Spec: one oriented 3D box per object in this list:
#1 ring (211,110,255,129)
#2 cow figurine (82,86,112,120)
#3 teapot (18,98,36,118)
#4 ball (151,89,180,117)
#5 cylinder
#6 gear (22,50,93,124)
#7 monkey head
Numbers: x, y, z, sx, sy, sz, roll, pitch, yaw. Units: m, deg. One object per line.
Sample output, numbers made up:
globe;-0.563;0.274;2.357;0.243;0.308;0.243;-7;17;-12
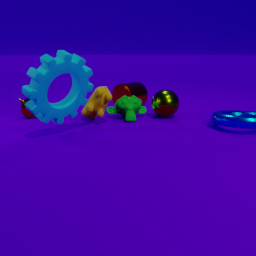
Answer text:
ring;3.175;-0.253;7.770;1.699;0.340;1.699;1;9;0
cow figurine;-0.942;-0.760;8.373;0.666;1.213;1.193;26;18;-19
teapot;-3.079;-0.657;8.862;0.531;0.674;1.084;37;-6;29
ball;1.187;-0.782;8.894;0.891;0.891;0.891;0;16;0
cylinder;0.064;-1.141;10.035;0.949;0.949;0.949;14;21;40
gear;-1.655;-0.961;6.852;0.330;1.784;1.784;34;33;33
monkey head;0.008;-0.537;8.764;1.310;0.943;0.790;-1;-20;-10
